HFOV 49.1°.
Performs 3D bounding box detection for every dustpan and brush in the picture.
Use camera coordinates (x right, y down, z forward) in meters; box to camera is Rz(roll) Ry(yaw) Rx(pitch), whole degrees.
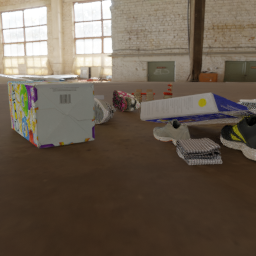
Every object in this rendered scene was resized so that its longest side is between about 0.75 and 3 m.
[{"bbox_3d":[5.525,-0.958,11.260,2.887,0.826,2.015,0,11,1],"label":"dustpan and brush"}]

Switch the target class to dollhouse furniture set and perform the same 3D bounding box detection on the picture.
[{"bbox_3d":[1.236,-1.764,14.570,2.098,1.093,2.121,1,11,4],"label":"dollhouse furniture set"}]

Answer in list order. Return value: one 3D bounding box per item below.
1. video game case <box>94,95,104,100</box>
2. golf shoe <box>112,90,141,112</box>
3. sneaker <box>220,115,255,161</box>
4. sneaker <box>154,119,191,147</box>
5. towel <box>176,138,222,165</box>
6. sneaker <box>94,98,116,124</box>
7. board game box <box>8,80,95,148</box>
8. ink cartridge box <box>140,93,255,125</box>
[{"bbox_3d":[-2.856,-1.561,14.966,2.495,0.275,2.271,-6,6,-27],"label":"video game case"},{"bbox_3d":[-0.119,-1.198,12.783,0.997,0.786,2.165,0,20,-19],"label":"golf shoe"},{"bbox_3d":[2.638,0.091,6.068,0.734,0.834,1.971,-1,11,-7],"label":"sneaker"},{"bbox_3d":[1.064,0.034,6.830,0.482,0.585,1.273,-17,18,-29],"label":"sneaker"},{"bbox_3d":[1.380,0.433,5.559,0.711,0.367,0.858,-2,12,-4],"label":"towel"},{"bbox_3d":[-0.840,-0.666,9.798,0.925,0.843,2.256,-3,11,-13],"label":"sneaker"},{"bbox_3d":[-2.166,-0.523,7.548,1.462,1.436,2.788,-7,14,-32],"label":"board game box"},{"bbox_3d":[2.108,-0.436,7.270,2.636,0.619,2.605,-6,-7,38],"label":"ink cartridge box"}]
